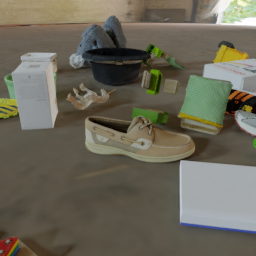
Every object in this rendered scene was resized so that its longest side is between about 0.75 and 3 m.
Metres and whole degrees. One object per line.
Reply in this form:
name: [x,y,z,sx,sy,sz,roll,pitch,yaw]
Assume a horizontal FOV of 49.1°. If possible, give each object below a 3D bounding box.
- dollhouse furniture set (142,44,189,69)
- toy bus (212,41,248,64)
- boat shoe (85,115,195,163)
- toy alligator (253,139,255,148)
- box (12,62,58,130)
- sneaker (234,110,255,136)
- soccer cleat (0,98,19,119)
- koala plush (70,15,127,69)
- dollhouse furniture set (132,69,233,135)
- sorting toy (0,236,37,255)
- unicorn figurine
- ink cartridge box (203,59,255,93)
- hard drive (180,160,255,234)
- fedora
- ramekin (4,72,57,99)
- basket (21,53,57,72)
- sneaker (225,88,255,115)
dollhouse furniture set: [1.931,-3.420,14.907,2.124,1.066,1.391,20,20,-30]
toy bus: [5.234,-3.273,13.694,2.050,1.449,2.135,22,27,14]
boat shoe: [0.249,0.195,6.623,2.656,0.857,0.946,3,25,7]
toy alligator: [3.569,0.415,6.633,1.773,0.526,0.481,6,-7,-20]
box: [-2.642,-0.968,8.157,0.891,1.676,1.276,-3,25,-6]
sneaker: [3.998,-0.199,7.400,2.261,0.929,0.880,15,28,31]
soccer cleat: [-4.165,-0.683,8.540,2.014,0.842,0.651,-15,29,-29]
koala plush: [-1.656,-3.996,14.651,2.787,2.561,2.472,-8,26,38]
dollhouse furniture set: [1.489,-0.754,7.621,2.315,1.517,1.162,14,7,22]
sorting toy: [-1.720,1.850,3.669,2.065,0.349,0.996,18,30,35]
unicorn figurine: [-1.326,-1.079,9.540,1.027,0.552,1.496,41,62,4]
ink cartridge box: [4.426,-1.742,10.436,2.705,1.183,1.965,-13,28,-23]
hard drive: [2.220,1.218,5.053,2.513,0.319,1.658,4,25,8]
fedora: [-0.506,-2.651,12.175,2.965,1.354,2.965,2,24,-1]
ramekin: [-3.491,-1.492,10.244,1.796,0.877,1.796,0,25,0]
basket: [-4.319,-3.163,13.813,1.495,0.922,1.013,1,25,5]
sneaker: [3.475,-0.733,8.703,2.269,0.794,1.021,9,23,14]
